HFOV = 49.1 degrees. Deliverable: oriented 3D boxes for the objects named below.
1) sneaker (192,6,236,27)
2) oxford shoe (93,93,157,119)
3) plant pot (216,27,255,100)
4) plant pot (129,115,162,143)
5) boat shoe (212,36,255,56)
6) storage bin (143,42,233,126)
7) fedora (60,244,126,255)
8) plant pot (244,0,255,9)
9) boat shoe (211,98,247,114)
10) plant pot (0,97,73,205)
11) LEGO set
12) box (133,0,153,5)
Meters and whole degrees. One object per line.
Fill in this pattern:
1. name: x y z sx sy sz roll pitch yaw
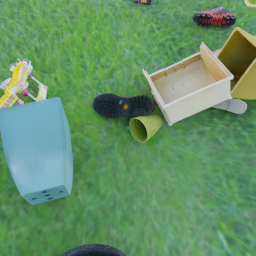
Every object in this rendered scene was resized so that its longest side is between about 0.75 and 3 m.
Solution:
1. sneaker: 3.279 -4.317 10.818 1.652 0.584 0.807 1 55 -2
2. oxford shoe: -0.101 -0.610 8.206 1.977 0.834 0.718 7 93 23
3. plant pot: 3.702 -1.774 8.375 1.595 1.549 1.559 11 38 -23
4. plant pot: 0.566 -0.068 7.825 0.779 0.729 0.729 -26 58 -35
5. boat shoe: 3.834 -2.612 9.369 2.823 0.977 1.041 -17 56 -11
6. storage bin: 1.661 -1.335 8.092 1.945 0.911 1.931 -24 49 4
7. fedora: -0.729 3.201 5.079 2.114 0.965 2.114 18 48 -21
8. plant pot: 3.284 -2.513 5.416 1.337 1.455 1.455 33 51 -27
9. boat shoe: 2.852 -0.857 8.555 1.557 0.566 0.488 28 18 23
10. plant pot: -2.097 0.645 6.844 1.495 1.494 2.116 -14 64 -9
11. LEGO set: -3.266 -0.743 8.276 1.355 1.096 2.945 -11 52 36
12. box: 0.656 -5.533 11.773 0.789 0.419 0.482 13 56 8
